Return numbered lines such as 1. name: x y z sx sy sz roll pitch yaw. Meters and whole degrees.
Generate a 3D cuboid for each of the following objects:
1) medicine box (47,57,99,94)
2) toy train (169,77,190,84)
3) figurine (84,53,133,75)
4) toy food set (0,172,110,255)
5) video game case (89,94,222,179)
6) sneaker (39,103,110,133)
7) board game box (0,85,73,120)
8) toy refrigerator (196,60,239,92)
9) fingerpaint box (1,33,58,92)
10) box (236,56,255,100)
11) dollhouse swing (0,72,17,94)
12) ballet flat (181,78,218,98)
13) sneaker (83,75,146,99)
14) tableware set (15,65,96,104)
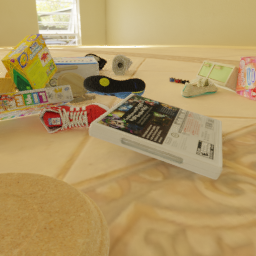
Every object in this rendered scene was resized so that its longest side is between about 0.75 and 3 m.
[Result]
1. medicine box: -2.368 -2.188 11.531 2.184 1.234 2.397 -4 20 -11
2. toy train: 2.372 -2.206 13.175 0.269 0.201 1.176 -29 33 -32
3. figurine: -1.037 -3.756 16.370 2.662 1.146 2.598 3 16 6
4. toy food set: -1.498 1.259 2.686 2.669 0.649 2.642 -7 21 -18
5. video game case: 0.798 -0.014 6.066 2.432 0.312 2.675 19 24 11
6. sneaker: -1.353 -0.246 6.911 1.843 0.656 1.036 3 14 31
7. board game box: -2.882 -0.574 7.285 2.443 0.418 1.642 -15 1 -35
8. toy refrigerator: 3.869 -2.245 11.870 0.799 0.867 2.284 22 12 -22
9. fingerpaint box: -2.901 -1.885 8.442 0.572 1.300 1.558 -2 43 18
10. box: 5.686 -1.881 10.377 2.844 1.460 1.346 -3 20 -11
11. dollhouse swing: -4.585 -1.511 9.537 1.398 1.445 1.590 22 14 -16
12. ballet flat: 2.844 -1.623 10.813 2.016 0.700 0.700 -16 25 -38
13. sneaker: -0.448 -1.219 9.051 2.022 0.666 0.793 1 -22 -15
14. tableware set: -2.511 -1.266 9.526 2.433 0.488 1.608 -17 66 -33
